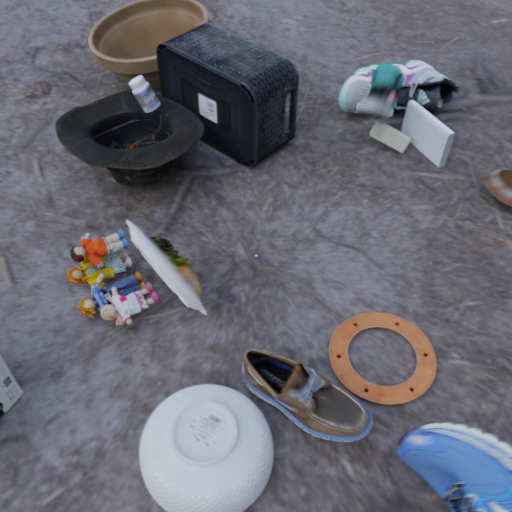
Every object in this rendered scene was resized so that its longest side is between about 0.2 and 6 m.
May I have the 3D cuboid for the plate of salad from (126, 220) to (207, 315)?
[{"bbox_3d":[-1.468,0.151,9.659,0.510,2.122,2.122,-41,58,-11],"label":"plate of salad"}]

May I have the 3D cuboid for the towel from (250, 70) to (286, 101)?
[{"bbox_3d":[0.193,-4.666,15.310,1.518,0.181,1.099,21,49,16],"label":"towel"}]

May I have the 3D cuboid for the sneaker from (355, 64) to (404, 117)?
[{"bbox_3d":[2.765,-3.675,12.379,0.767,1.107,1.833,16,19,20],"label":"sneaker"}]

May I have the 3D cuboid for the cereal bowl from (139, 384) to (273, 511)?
[{"bbox_3d":[-0.749,2.756,8.238,2.026,0.844,2.026,-1,49,1],"label":"cereal bowl"}]

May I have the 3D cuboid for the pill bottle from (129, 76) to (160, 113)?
[{"bbox_3d":[-2.444,-3.537,12.245,0.405,0.712,0.405,-19,38,16],"label":"pill bottle"}]

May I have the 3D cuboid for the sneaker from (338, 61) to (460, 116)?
[{"bbox_3d":[3.705,-3.987,13.827,2.965,1.153,2.074,-22,42,-18],"label":"sneaker"}]

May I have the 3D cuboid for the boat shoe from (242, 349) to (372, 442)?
[{"bbox_3d":[0.675,2.089,8.538,2.247,0.813,0.812,18,58,28],"label":"boat shoe"}]

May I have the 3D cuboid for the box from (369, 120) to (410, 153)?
[{"bbox_3d":[3.183,-2.843,13.313,0.910,0.374,0.311,30,33,-1],"label":"box"}]

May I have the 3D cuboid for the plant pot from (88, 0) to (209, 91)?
[{"bbox_3d":[-2.712,-5.488,15.007,3.191,1.473,3.191,-4,50,5],"label":"plant pot"}]

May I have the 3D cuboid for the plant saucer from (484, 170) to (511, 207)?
[{"bbox_3d":[5.642,-1.498,12.194,1.318,0.241,1.318,10,43,-9],"label":"plant saucer"}]

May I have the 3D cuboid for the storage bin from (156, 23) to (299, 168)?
[{"bbox_3d":[-0.701,-3.804,13.180,3.181,2.150,1.491,35,57,27],"label":"storage bin"}]

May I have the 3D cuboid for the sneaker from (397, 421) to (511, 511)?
[{"bbox_3d":[3.196,3.503,7.278,3.240,1.273,1.445,36,54,27],"label":"sneaker"}]

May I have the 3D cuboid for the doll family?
[{"bbox_3d":[-2.758,0.545,10.344,1.238,0.899,1.994,-23,70,-28],"label":"doll family"}]

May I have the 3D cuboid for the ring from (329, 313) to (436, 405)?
[{"bbox_3d":[2.148,1.738,9.591,1.810,0.174,1.810,0,49,0],"label":"ring"}]

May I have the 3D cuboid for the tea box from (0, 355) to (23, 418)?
[{"bbox_3d":[-4.718,2.004,8.245,1.202,1.799,1.770,24,53,20],"label":"tea box"}]

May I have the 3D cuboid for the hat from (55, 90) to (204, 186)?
[{"bbox_3d":[-2.711,-2.404,12.460,3.245,1.309,3.245,0,44,0],"label":"hat"}]

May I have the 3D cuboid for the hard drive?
[{"bbox_3d":[3.984,-2.861,13.134,0.192,0.963,1.461,-20,51,-18],"label":"hard drive"}]
